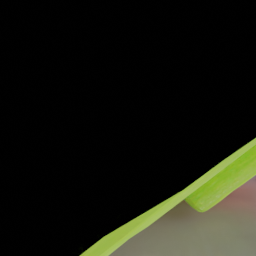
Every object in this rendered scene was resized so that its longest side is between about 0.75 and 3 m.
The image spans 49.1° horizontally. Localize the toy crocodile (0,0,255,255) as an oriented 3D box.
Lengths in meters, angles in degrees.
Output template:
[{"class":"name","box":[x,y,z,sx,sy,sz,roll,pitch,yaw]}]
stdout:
[{"class":"toy crocodile","box":[0.250,-0.153,1.158,0.773,0.707,2.291,-41,-2,7]}]
